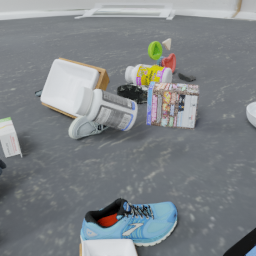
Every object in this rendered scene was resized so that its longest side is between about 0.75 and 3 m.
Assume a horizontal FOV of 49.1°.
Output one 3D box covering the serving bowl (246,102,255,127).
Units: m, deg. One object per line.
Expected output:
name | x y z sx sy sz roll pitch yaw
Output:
serving bowl | 5.793 -0.331 11.143 2.141 0.704 2.141 1 29 0

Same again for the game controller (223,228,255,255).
game controller | 3.241 2.711 5.934 2.694 0.567 1.405 -20 35 -30

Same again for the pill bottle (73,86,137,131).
pill bottle | -0.758 -0.654 9.344 1.929 1.097 1.097 17 23 -24

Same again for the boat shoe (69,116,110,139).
boat shoe | -1.271 -0.166 10.777 0.794 0.778 2.229 15 30 33

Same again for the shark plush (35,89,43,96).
shark plush | -3.238 -1.730 13.448 2.870 1.304 1.195 9 61 7

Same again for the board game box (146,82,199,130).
board game box | 1.788 -0.921 11.301 1.967 1.568 0.953 6 29 10

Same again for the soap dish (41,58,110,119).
soap dish | -2.265 -1.651 12.052 2.874 2.261 1.167 22 2 33

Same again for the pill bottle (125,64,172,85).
pill bottle | 1.067 -2.694 14.805 2.328 1.213 1.213 13 32 23

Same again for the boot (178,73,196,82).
boot | 3.414 -2.941 16.197 0.630 0.334 0.956 -20 46 -36

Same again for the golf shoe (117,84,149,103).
golf shoe | 0.642 -1.643 13.477 2.340 0.910 1.105 9 17 7

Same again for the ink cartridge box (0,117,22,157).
ink cartridge box | -4.122 0.374 9.686 0.520 0.904 1.544 -16 32 -24

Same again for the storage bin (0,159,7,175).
storage bin | -4.905 1.417 7.227 2.718 1.978 1.825 6 58 10

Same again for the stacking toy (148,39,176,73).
stacking toy | 1.656 -3.987 16.282 1.008 2.159 2.385 13 31 44

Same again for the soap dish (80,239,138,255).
soap dish | -0.388 2.716 5.704 1.187 0.482 0.934 3 11 -11

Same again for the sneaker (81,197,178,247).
sneaker | 0.086 2.118 6.458 2.372 1.067 0.930 -10 31 -16
